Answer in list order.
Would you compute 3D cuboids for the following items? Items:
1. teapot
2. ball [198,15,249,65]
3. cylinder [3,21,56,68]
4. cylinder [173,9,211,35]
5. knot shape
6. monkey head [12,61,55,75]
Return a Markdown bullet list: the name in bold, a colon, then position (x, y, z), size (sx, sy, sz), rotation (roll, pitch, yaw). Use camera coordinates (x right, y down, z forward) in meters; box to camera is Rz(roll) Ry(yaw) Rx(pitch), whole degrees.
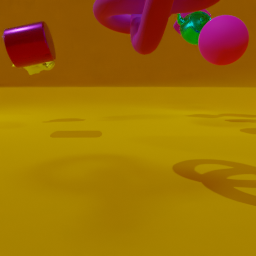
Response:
- **teapot**: position (2.165, -3.247, 8.876), size (1.705, 1.060, 0.835), rotation (23, -12, -4)
- **ball**: position (2.340, -2.143, 6.896), size (1.178, 1.178, 1.178), rotation (0, 9, 0)
- **cylinder**: position (-2.287, -1.954, 6.603), size (0.920, 0.920, 0.920), rotation (-13, 10, -2)
- **cylinder**: position (2.376, -3.968, 10.401), size (1.015, 1.015, 1.015), rotation (20, 39, -17)
- **knot shape**: position (0.479, -1.710, 3.537), size (1.653, 0.816, 1.766), rotation (-38, 25, -6)
- **monkey head**: position (-2.942, -2.253, 9.020), size (1.088, 0.911, 1.512), rotation (11, 57, 37)
